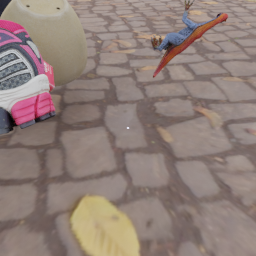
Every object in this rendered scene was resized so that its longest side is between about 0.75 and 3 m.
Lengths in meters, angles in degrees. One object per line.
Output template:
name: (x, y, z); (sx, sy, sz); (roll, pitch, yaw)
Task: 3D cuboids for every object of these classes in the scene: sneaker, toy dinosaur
sneaker: (-2.216, -0.375, 3.162); (2.841, 1.061, 1.145); (-9, 8, 8)
toy dinosaur: (1.524, -2.183, 6.799); (1.723, 1.898, 0.997); (1, 2, 29)

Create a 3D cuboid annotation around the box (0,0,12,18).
box: (-3.608, -4.122, 8.235); (1.341, 2.346, 2.576); (-13, 36, -4)

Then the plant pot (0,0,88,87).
plant pot: (-2.029, -2.315, 6.648); (2.274, 1.527, 2.274); (8, 53, -10)

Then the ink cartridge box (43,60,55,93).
ink cartridge box: (-2.427, -1.049, 5.079); (1.267, 1.745, 0.728); (-33, 47, 20)
